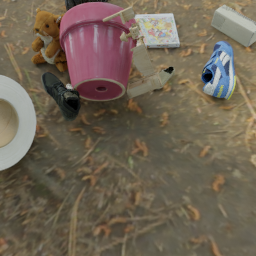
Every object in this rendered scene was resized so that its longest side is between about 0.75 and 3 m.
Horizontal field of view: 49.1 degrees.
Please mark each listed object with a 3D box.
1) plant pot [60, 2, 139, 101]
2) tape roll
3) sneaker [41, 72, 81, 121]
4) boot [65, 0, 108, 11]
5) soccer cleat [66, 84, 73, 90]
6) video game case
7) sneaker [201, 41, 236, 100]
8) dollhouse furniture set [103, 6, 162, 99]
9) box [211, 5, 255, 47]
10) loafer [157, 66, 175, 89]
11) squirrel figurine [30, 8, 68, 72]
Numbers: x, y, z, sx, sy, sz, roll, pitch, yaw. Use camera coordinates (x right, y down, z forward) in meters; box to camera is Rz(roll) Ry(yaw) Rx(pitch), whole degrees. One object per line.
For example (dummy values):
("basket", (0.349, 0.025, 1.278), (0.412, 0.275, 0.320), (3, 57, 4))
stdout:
("plant pot", (-0.998, -2.435, 9.818), (2.811, 2.811, 2.516), (-1, 72, -1))
("tape roll", (-4.022, -0.143, 8.030), (0.962, 2.752, 2.752), (4, 54, 30))
("sneaker", (-2.181, -1.220, 9.364), (0.718, 1.076, 1.879), (-28, 84, -35))
("boot", (-1.893, -6.085, 13.183), (1.865, 0.742, 2.142), (7, 55, 5))
("soccer cleat", (-2.070, -1.443, 10.420), (0.265, 0.328, 0.759), (-30, 61, -18))
("video game case", (1.176, -4.299, 12.321), (1.896, 0.238, 2.083), (-3, 57, -1))
("sneaker", (3.356, -2.306, 10.602), (1.112, 1.000, 2.704), (5, 56, 5))
("dollhouse furniture set", (0.090, -2.226, 8.710), (1.137, 2.569, 1.331), (-19, 27, 13))
("box", (4.632, -4.408, 12.059), (0.685, 0.824, 2.005), (-37, 66, -22))
("loafer", (1.342, -1.971, 10.698), (0.478, 0.431, 1.263), (35, 64, 20))
("squirrel figurine", (-2.782, -3.630, 10.745), (1.570, 2.071, 2.219), (25, 58, 22))
